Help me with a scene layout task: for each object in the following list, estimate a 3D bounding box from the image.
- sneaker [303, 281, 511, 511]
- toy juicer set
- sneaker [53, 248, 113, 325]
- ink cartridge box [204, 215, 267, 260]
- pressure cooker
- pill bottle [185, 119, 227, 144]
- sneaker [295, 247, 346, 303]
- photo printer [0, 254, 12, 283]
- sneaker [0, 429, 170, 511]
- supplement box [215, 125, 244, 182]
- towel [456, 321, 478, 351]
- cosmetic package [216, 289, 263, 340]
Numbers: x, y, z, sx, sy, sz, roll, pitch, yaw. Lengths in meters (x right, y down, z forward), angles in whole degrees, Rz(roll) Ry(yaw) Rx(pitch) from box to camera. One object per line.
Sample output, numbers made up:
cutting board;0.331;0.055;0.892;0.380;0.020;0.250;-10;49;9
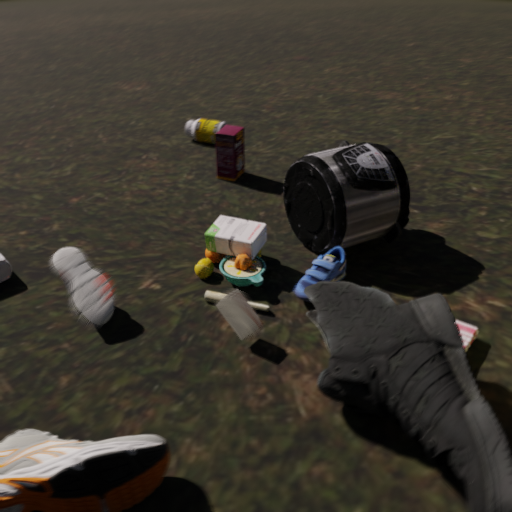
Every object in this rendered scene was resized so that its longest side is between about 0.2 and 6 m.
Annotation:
sneaker;1.865;1.829;7.663;2.129;1.226;4.083;-12;42;8
toy juicer set;-0.497;0.253;10.667;1.368;0.585;2.151;-1;33;-3
sneaker;-2.983;0.591;9.878;0.650;0.691;1.687;-25;60;-23
ink cartridge box;-0.387;-0.372;11.057;1.020;0.429;0.742;12;40;21
pressure cooker;2.008;-1.301;11.742;2.382;2.095;2.127;-15;21;-25
pill bottle;-1.496;-3.762;16.915;1.189;0.669;0.669;11;34;18
sneaker;1.219;0.330;10.440;0.569;0.632;1.538;24;37;22
photo printer;-5.609;0.175;10.848;1.226;0.512;1.473;-27;41;-34
sneaker;-2.450;2.498;6.790;2.727;1.032;1.254;-9;29;-16
supplement box;-0.676;-2.690;14.661;0.543;1.269;0.700;12;34;18
towel;2.640;1.484;9.062;1.343;0.274;1.835;19;37;32
cosmetic package;-0.272;0.956;9.141;0.315;0.373;0.722;-29;80;-43
